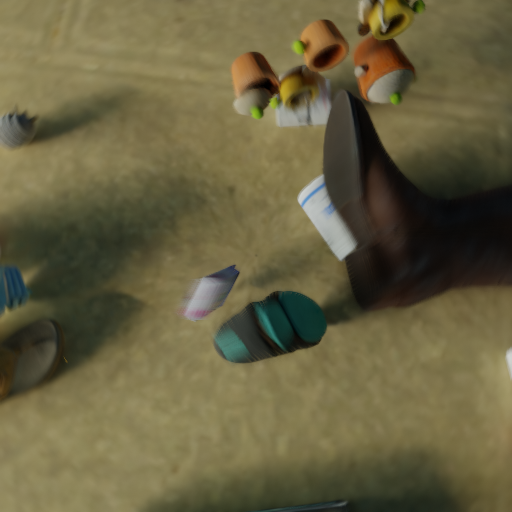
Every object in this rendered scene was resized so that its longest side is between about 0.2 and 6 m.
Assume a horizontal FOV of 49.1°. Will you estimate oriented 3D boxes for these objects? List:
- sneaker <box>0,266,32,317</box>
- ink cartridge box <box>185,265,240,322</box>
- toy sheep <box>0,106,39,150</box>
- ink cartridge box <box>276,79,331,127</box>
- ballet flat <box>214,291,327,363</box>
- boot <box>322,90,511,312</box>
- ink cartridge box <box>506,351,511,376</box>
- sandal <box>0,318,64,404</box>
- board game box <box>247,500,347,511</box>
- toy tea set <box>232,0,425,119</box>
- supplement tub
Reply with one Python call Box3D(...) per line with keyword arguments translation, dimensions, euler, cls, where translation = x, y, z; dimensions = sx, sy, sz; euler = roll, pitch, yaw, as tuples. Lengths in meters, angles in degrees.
Box3D(translation=(-3.905, 0.840, 8.327), dimensions=(0.634, 1.040, 1.594), euler=(34, 111, 32), cls="sneaker")
Box3D(translation=(-0.579, 0.509, 8.041), dimensions=(0.225, 1.074, 0.641), euler=(33, 110, 11), cls="ink cartridge box")
Box3D(translation=(-3.974, -2.101, 9.270), dimensions=(0.921, 0.635, 0.635), euler=(-27, 71, 22), cls="toy sheep")
Box3D(translation=(0.803, -2.593, 9.500), dimensions=(0.907, 0.380, 0.658), euler=(-3, 76, 3), cls="ink cartridge box")
Box3D(translation=(0.177, 0.950, 7.466), dimensions=(0.897, 2.622, 0.891), euler=(-28, 76, 18), cls="ballet flat")
Box3D(translation=(2.833, -0.918, 8.161), dimensions=(3.441, 1.105, 3.207), euler=(-8, 88, -15), cls="boot")
Box3D(translation=(4.306, 1.940, 7.956), dimensions=(1.006, 0.568, 1.371), euler=(-8, 73, -2), cls="ink cartridge box")
Box3D(translation=(-3.830, 1.693, 8.012), dimensions=(2.310, 0.624, 0.928), euler=(-28, 74, -9), cls="sandal")
Box3D(translation=(-0.346, 4.525, 7.164), dimensions=(3.359, 0.473, 2.272), euler=(-6, 72, -2), cls="board game box")
Box3D(translation=(1.131, -2.630, 8.345), dimensions=(2.987, 1.776, 1.105), euler=(-21, 72, 7), cls="toy tea set")
Box3D(translation=(1.285, -0.621, 8.656), dimensions=(0.801, 0.801, 1.214), euler=(-32, 78, -10), cls="supplement tub")
